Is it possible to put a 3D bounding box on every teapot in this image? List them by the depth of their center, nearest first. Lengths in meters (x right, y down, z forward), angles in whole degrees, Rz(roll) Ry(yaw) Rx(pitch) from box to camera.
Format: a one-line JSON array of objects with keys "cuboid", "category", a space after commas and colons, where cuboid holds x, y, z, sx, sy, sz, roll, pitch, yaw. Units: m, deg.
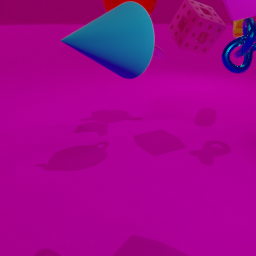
[{"cuboid": [-0.016, -3.144, 6.444, 1.288, 2.072, 1.015, -27, 43, 10], "category": "teapot"}]

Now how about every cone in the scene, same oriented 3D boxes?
[{"cuboid": [-0.353, -1.008, 3.257, 0.938, 0.935, 0.935, -13, 25, -39], "category": "cone"}]

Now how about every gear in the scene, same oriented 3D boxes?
[{"cuboid": [3.657, -3.812, 8.998, 0.306, 1.653, 1.653, 5, 23, 14], "category": "gear"}]

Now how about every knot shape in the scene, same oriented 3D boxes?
[{"cuboid": [2.756, -1.880, 6.711, 0.590, 1.195, 1.277, 37, 4, 33], "category": "knot shape"}]

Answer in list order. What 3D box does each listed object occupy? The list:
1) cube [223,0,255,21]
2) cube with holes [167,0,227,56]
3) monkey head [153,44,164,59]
[{"cuboid": [1.670, -2.146, 3.311, 1.126, 1.126, 1.126, -6, -6, 29], "category": "cube"}, {"cuboid": [1.754, -2.595, 7.243, 0.904, 0.904, 0.904, 4, 49, -29], "category": "cube with holes"}, {"cuboid": [0.141, -2.729, 8.918, 1.998, 1.437, 1.204, 1, 44, -2], "category": "monkey head"}]
